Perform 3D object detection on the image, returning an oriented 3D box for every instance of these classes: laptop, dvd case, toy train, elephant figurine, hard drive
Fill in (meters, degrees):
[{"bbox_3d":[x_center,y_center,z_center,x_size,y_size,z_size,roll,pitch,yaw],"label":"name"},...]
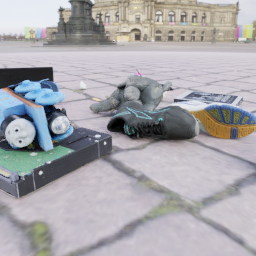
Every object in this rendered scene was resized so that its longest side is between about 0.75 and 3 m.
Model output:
[{"bbox_3d":[-4.579,-2.180,12.767,2.298,1.422,2.454,-5,19,-15],"label":"laptop"},{"bbox_3d":[1.366,-2.523,14.581,1.774,0.916,1.572,-1,19,-3],"label":"laptop"},{"bbox_3d":[3.297,-1.138,11.429,2.376,0.294,1.786,10,21,28],"label":"dvd case"},{"bbox_3d":[-2.296,-0.259,6.140,1.515,1.149,2.651,-24,29,-30],"label":"toy train"},{"bbox_3d":[0.016,-1.059,9.639,1.757,1.602,2.265,22,-10,-27],"label":"elephant figurine"},{"bbox_3d":[-1.815,0.535,6.125,1.803,0.488,2.581,13,22,33],"label":"hard drive"}]

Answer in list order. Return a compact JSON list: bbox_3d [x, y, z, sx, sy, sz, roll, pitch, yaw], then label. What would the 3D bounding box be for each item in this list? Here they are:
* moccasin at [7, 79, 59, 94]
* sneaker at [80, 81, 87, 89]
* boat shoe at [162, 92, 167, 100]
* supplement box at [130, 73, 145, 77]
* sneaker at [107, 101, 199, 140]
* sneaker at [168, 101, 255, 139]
[{"bbox_3d":[-3.834,-1.312,11.002,2.682,1.079,0.915,-2,0,36],"label":"moccasin"},{"bbox_3d":[-2.309,-2.175,14.596,0.395,0.336,0.893,8,23,-14],"label":"sneaker"},{"bbox_3d":[1.369,-1.362,11.995,0.438,0.447,1.263,43,31,26],"label":"boat shoe"},{"bbox_3d":[0.560,-2.910,16.394,0.492,0.503,0.973,-12,20,-29],"label":"supplement box"},{"bbox_3d":[0.583,-0.027,7.470,2.661,1.003,1.055,10,36,41],"label":"sneaker"},{"bbox_3d":[2.252,-0.411,7.986,2.656,1.000,1.170,7,27,19],"label":"sneaker"}]
